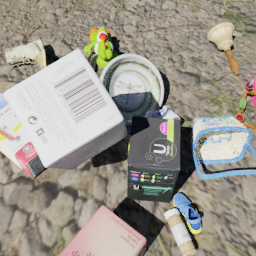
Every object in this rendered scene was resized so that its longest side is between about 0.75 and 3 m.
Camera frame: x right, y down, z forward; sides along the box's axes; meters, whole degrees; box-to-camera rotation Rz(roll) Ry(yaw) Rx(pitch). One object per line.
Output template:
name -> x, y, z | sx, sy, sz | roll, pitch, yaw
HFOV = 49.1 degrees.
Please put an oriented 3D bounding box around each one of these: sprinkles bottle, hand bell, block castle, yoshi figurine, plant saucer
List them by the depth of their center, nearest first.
sprinkles bottle -> 1.638, 3.279, 8.825 | 0.483, 0.483, 1.415 | -16, 55, -11
block castle -> 5.154, -0.874, 11.387 | 1.247, 0.876, 1.866 | 20, 75, 13
plant saucer -> 0.093, -1.560, 11.690 | 2.919, 0.733, 2.919 | 0, 90, -24
yoshi figurine -> -1.258, -3.827, 13.866 | 1.513, 1.507, 2.692 | -35, 39, 17
hand bell -> 5.018, -3.744, 13.893 | 1.393, 1.393, 2.676 | -9, 66, -6

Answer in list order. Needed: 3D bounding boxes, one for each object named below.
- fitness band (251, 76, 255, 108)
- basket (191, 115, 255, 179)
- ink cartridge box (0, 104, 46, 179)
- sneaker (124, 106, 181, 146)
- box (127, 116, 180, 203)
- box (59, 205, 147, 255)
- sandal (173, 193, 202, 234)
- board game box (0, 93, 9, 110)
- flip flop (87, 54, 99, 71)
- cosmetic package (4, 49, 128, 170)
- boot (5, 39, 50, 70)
fitness band -> 6.609, -1.516, 12.401 | 2.078, 0.541, 2.893 | 8, 55, 6
basket -> 3.280, 0.712, 9.955 | 2.215, 1.748, 2.513 | -5, 44, -4
ink cartridge box -> -3.877, 0.273, 10.671 | 2.713, 1.131, 1.969 | 31, 59, 21
sneaker -> 0.820, -0.081, 11.139 | 2.571, 0.968, 1.133 | -20, 53, -27
box -> 0.781, 1.097, 9.197 | 1.552, 2.497, 1.854 | 4, 53, 3
box -> -0.893, 3.825, 7.816 | 1.672, 1.425, 2.616 | 32, 59, 22
sandal -> 1.987, 2.712, 9.186 | 0.559, 0.612, 1.405 | -25, 55, -15
board game box -> -6.458, -0.969, 12.157 | 2.697, 0.262, 1.388 | 2, 52, 1
flip flop -> -1.745, -3.079, 13.720 | 0.525, 0.373, 1.296 | 7, 68, 0
cosmetic package -> -1.556, -0.321, 8.155 | 2.273, 2.755, 2.271 | -32, 80, -4
boot -> -4.860, -3.325, 13.548 | 1.888, 0.880, 2.442 | -17, 49, -14
